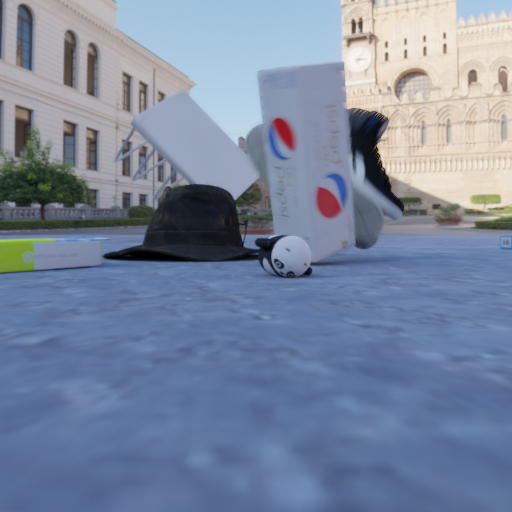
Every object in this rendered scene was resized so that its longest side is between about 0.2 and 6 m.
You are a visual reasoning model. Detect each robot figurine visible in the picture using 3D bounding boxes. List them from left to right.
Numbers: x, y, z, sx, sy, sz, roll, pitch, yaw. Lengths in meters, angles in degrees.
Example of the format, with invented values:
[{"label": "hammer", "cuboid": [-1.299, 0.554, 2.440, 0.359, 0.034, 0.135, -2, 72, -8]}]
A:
[{"label": "robot figurine", "cuboid": [0.308, 0.007, 6.390, 0.588, 0.488, 0.783, -8, 5, -20]}]

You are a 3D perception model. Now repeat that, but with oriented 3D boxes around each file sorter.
[{"label": "file sorter", "cuboid": [-1.615, -2.010, 12.766, 1.650, 2.650, 1.839, -40, 7, 44]}]

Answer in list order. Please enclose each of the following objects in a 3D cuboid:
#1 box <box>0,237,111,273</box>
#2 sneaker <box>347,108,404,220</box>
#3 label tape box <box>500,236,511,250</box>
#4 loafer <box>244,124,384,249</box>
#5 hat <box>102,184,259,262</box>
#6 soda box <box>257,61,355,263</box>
[{"label": "box", "cuboid": [-3.030, -0.039, 7.710, 1.094, 0.428, 1.794, 2, 3, 36]}, {"label": "sneaker", "cuboid": [2.054, -1.801, 9.898, 2.304, 1.289, 0.842, 49, 12, 26]}, {"label": "label tape box", "cuboid": [7.239, -0.356, 14.778, 1.214, 0.384, 0.875, -1, 3, -16]}, {"label": "loafer", "cuboid": [0.926, -1.128, 9.770, 2.943, 1.058, 0.925, 43, -10, 19]}, {"label": "hat", "cuboid": [-1.177, -0.646, 10.690, 3.455, 1.394, 3.455, 1, 3, 0]}, {"label": "soda box", "cuboid": [0.772, -1.364, 8.228, 0.938, 2.754, 0.877, -20, 23, -35]}]
